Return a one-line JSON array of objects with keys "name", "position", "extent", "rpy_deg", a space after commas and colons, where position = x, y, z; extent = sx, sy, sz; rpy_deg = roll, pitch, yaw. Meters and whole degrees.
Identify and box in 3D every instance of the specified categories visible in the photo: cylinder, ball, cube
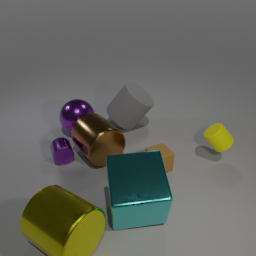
[{"name": "cylinder", "position": [0.082, -0.887, 11.248], "extent": [1.400, 1.400, 1.400], "rpy_deg": [32, 28, -19]}, {"name": "ball", "position": [-1.977, -0.432, 10.992], "extent": [1.400, 1.400, 1.400], "rpy_deg": [0, 30, 0]}, {"name": "cube", "position": [0.220, 1.571, 7.080], "extent": [1.400, 1.400, 1.400], "rpy_deg": [-6, 51, -5]}, {"name": "cube", "position": [1.016, 1.022, 9.156], "extent": [0.700, 0.700, 0.700], "rpy_deg": [-14, 33, -24]}, {"name": "cylinder", "position": [-1.473, 2.212, 6.438], "extent": [1.400, 1.400, 1.400], "rpy_deg": [19, 35, 30]}, {"name": "cylinder", "position": [-2.254, 0.785, 9.580], "extent": [0.700, 0.700, 0.700], "rpy_deg": [-11, 32, -19]}, {"name": "cylinder", "position": [2.976, 0.314, 9.205], "extent": [0.700, 0.700, 0.700], "rpy_deg": [-40, 15, 12]}, {"name": "cylinder", "position": [-1.024, 0.381, 9.569], "extent": [1.400, 1.400, 1.400], "rpy_deg": [-19, 35, -29]}]
